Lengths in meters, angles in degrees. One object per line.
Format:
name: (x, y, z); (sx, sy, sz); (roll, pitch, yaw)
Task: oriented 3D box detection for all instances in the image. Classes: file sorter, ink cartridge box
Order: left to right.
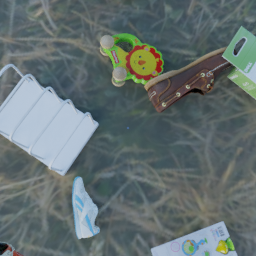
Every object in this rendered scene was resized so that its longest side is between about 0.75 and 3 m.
file sorter: (-2.109, -0.200, 6.520); (2.258, 1.406, 1.567); (32, 80, 7)
ink cartridge box: (3.231, -1.471, 7.026); (1.983, 0.588, 1.029); (36, 79, -4)

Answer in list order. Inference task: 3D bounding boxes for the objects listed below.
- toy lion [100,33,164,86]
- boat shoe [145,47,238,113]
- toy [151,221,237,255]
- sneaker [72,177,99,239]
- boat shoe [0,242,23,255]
toy lion: (0.155, -1.822, 7.374); (1.454, 0.521, 1.517); (-19, 78, -11)
boat shoe: (1.686, -1.172, 7.014); (2.474, 0.871, 0.870); (-26, 74, 3)
toy: (1.517, 2.924, 6.358); (1.798, 0.425, 1.035); (-18, 76, -5)
sneaker: (-1.014, 1.830, 6.577); (0.564, 0.534, 1.397); (-8, 84, -11)
boat shoe: (-1.866, 1.825, 4.092); (0.985, 0.351, 0.308); (39, 94, -29)
